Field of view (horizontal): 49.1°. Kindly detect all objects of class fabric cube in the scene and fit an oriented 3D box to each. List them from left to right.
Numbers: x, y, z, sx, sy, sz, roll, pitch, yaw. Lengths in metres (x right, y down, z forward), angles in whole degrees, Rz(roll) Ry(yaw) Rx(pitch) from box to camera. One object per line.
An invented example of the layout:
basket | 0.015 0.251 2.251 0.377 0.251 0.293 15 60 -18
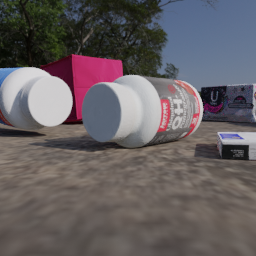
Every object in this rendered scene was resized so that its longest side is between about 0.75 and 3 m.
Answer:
fabric cube | -1.740 -1.423 10.800 2.285 2.293 2.249 -6 4 -44

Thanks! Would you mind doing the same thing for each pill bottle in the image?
pill bottle | -2.364 -0.662 6.237 2.412 1.354 1.354 9 9 43
pill bottle | 0.267 -0.262 4.363 1.069 1.069 1.931 4 7 41

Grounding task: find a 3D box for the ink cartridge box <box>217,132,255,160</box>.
ink cartridge box | 1.519 0.204 3.709 0.617 0.242 1.302 1 7 15

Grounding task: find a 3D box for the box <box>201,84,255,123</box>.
box | 4.723 -1.083 12.115 1.804 1.567 2.731 -2 5 -31
